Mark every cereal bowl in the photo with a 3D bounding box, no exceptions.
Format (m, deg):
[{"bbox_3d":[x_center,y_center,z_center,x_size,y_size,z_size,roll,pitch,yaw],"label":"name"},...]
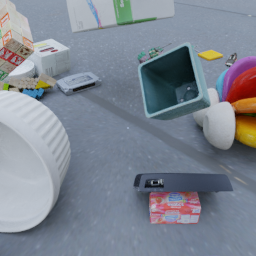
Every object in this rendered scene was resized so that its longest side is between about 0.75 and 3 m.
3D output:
[{"bbox_3d":[-4.173,-2.002,10.416,1.474,0.614,1.474,0,35,0],"label":"cereal bowl"}]

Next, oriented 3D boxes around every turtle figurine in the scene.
[{"bbox_3d":[1.527,-2.640,10.796,1.860,1.251,2.485,-7,20,-28],"label":"turtle figurine"}]

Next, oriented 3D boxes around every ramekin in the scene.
[{"bbox_3d":[-2.335,0.519,5.289,2.589,2.589,1.359,6,28,8],"label":"ramekin"}]

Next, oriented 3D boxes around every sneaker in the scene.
[{"bbox_3d":[4.421,-2.967,11.949,0.380,0.404,0.985,17,39,23],"label":"sneaker"}]

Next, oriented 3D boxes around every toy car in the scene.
[{"bbox_3d":[3.083,-0.724,7.145,2.440,2.091,2.788,-1,24,0],"label":"toy car"}]

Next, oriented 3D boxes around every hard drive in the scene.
[{"bbox_3d":[1.032,1.097,5.659,1.782,0.377,1.202,1,-9,-5],"label":"hard drive"}]

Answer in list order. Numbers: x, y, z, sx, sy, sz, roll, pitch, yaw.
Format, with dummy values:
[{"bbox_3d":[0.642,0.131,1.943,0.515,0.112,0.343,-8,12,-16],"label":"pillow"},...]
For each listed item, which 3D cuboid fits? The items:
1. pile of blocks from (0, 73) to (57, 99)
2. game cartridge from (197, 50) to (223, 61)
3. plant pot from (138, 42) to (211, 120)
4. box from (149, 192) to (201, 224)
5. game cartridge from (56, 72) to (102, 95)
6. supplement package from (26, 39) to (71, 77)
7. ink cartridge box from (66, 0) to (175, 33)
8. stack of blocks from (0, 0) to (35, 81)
[{"bbox_3d":[-3.618,-1.177,9.334,2.471,1.014,0.768,-13,-6,-32],"label":"pile of blocks"},{"bbox_3d":[3.709,-3.267,12.623,0.864,0.140,0.761,-21,40,-23],"label":"game cartridge"},{"bbox_3d":[1.029,-0.760,5.503,1.123,1.147,1.126,-19,69,31],"label":"plant pot"},{"bbox_3d":[0.904,1.566,5.529,0.948,0.487,0.449,-1,35,1],"label":"box"},{"bbox_3d":[-1.818,-1.665,10.254,1.458,0.303,0.971,-22,37,-28],"label":"game cartridge"},{"bbox_3d":[-3.181,-2.758,11.096,1.251,0.962,1.309,32,46,29],"label":"supplement package"},{"bbox_3d":[-0.263,-3.576,8.258,2.616,1.098,1.894,10,27,42],"label":"ink cartridge box"},{"bbox_3d":[-2.653,-2.042,5.912,1.045,0.531,1.814,-34,59,20],"label":"stack of blocks"}]
